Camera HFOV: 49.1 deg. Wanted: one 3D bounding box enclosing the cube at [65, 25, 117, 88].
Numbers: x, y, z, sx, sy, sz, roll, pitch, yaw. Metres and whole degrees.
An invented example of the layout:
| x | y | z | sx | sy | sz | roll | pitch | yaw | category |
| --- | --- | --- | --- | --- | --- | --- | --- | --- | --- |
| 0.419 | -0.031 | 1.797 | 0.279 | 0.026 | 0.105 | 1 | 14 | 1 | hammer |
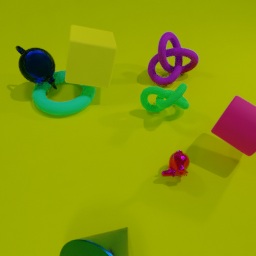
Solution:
| x | y | z | sx | sy | sz | roll | pitch | yaw | category |
| --- | --- | --- | --- | --- | --- | --- | --- | --- | --- |
| -1.146 | -2.151 | 8.443 | 1.313 | 1.313 | 1.313 | 6 | 36 | -14 | cube |

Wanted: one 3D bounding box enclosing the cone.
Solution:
| x | y | z | sx | sy | sz | roll | pitch | yaw | category |
| --- | --- | --- | --- | --- | --- | --- | --- | --- | --- |
| -0.326 | 2.403 | 5.560 | 1.450 | 1.450 | 1.456 | 22 | 25 | 19 | cone |

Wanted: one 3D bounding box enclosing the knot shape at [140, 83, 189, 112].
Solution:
| x | y | z | sx | sy | sz | roll | pitch | yaw | category |
| --- | --- | --- | --- | --- | --- | --- | --- | --- | --- |
| 1.050 | -0.856 | 8.197 | 1.408 | 1.505 | 0.695 | -4 | 88 | 15 | knot shape |

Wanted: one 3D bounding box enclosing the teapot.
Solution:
| x | y | z | sx | sy | sz | roll | pitch | yaw | category |
| --- | --- | --- | --- | --- | --- | --- | --- | --- | --- |
| -2.819 | -1.881 | 8.770 | 1.094 | 1.760 | 0.862 | -49 | 20 | -16 | teapot |

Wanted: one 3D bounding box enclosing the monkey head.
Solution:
| x | y | z | sx | sy | sz | roll | pitch | yaw | category |
| --- | --- | --- | --- | --- | --- | --- | --- | --- | --- |
| 1.145 | 0.890 | 6.853 | 0.729 | 1.013 | 0.610 | -7 | 69 | 3 | monkey head |

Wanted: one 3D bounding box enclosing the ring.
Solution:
| x | y | z | sx | sy | sz | roll | pitch | yaw | category |
| --- | --- | --- | --- | --- | --- | --- | --- | --- | --- |
| -2.045 | -1.171 | 8.978 | 1.985 | 0.397 | 1.985 | 0 | 48 | 0 | ring |

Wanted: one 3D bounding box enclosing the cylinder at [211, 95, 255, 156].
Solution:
| x | y | z | sx | sy | sz | roll | pitch | yaw | category |
| --- | --- | --- | --- | --- | --- | --- | --- | --- | --- |
| 2.815 | -0.057 | 6.878 | 1.110 | 1.110 | 1.110 | 35 | 56 | 14 | cylinder |

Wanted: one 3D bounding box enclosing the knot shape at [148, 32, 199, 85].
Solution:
| x | y | z | sx | sy | sz | roll | pitch | yaw | category |
| --- | --- | --- | --- | --- | --- | --- | --- | --- | --- |
| 1.418 | -2.359 | 9.254 | 1.704 | 1.595 | 0.788 | -21 | 28 | -3 | knot shape |
